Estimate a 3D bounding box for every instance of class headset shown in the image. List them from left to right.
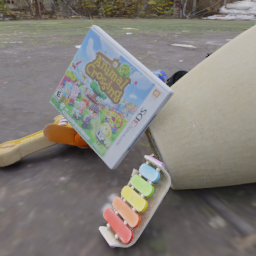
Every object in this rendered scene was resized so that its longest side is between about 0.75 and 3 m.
[{"bbox_3d":[1.308,-1.124,7.183,2.200,1.033,1.358,-19,-7,3],"label":"headset"}]

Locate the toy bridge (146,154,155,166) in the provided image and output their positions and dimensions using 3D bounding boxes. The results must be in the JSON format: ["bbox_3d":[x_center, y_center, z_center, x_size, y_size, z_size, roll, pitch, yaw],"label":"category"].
[{"bbox_3d":[0.786,0.531,5.565,0.899,0.302,0.122,-8,16,-15],"label":"toy bridge"}]

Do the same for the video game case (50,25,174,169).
[{"bbox_3d":[-0.368,-0.477,4.372,1.694,1.542,0.187,45,24,20],"label":"video game case"}]

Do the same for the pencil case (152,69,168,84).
[{"bbox_3d":[0.438,-1.257,8.557,1.600,0.695,0.624,-23,8,-17],"label":"pencil case"}]

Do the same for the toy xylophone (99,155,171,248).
[{"bbox_3d":[0.063,0.986,3.867,0.322,1.281,0.938,35,-13,-27],"label":"toy xylophone"}]

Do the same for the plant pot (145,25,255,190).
[{"bbox_3d":[1.812,-0.155,4.722,2.929,2.743,2.743,-24,28,-2],"label":"plant pot"}]

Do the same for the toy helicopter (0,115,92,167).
[{"bbox_3d":[-1.333,0.153,5.663,2.774,1.094,1.835,-23,27,-19],"label":"toy helicopter"}]
